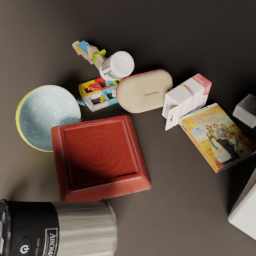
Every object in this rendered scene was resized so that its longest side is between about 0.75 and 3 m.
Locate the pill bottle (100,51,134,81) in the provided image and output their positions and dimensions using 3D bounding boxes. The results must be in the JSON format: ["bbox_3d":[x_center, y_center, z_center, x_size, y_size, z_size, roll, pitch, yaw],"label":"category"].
[{"bbox_3d":[-0.487,-2.326,10.787,0.927,1.628,0.927,-1,92,-22],"label":"pill bottle"}]

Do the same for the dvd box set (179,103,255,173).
[{"bbox_3d":[3.191,0.268,10.111,1.732,0.348,2.367,-21,58,-16],"label":"dvd box set"}]

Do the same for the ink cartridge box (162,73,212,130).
[{"bbox_3d":[2.046,-0.973,10.553,2.169,1.263,0.732,-33,59,-23],"label":"ink cartridge box"}]

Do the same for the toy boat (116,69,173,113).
[{"bbox_3d":[0.593,-1.527,11.121,2.249,1.468,1.470,-15,23,-11],"label":"toy boat"}]

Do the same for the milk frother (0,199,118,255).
[{"bbox_3d":[-2.217,2.820,7.358,2.677,2.569,2.846,11,10,-35],"label":"milk frother"}]

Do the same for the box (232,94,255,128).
[{"bbox_3d":[4.720,-0.669,10.729,0.932,0.612,0.937,-37,61,-25],"label":"box"}]

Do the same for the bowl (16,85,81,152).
[{"bbox_3d":[-2.942,-0.348,9.846,1.222,2.271,2.271,5,43,48],"label":"bowl"}]

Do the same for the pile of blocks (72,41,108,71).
[{"bbox_3d":[-1.539,-3.476,12.645,0.761,1.006,2.450,-36,60,-24],"label":"pile of blocks"}]

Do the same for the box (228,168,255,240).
[{"bbox_3d":[4.783,1.620,7.478,2.559,2.973,2.988,31,59,22],"label":"box"}]

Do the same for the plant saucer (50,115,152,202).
[{"bbox_3d":[-0.951,0.849,9.281,2.936,0.540,2.941,-10,60,-12],"label":"plant saucer"}]

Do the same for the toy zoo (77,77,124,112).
[{"bbox_3d":[-1.041,-1.495,11.599,2.268,0.232,1.488,-22,56,-16],"label":"toy zoo"}]
